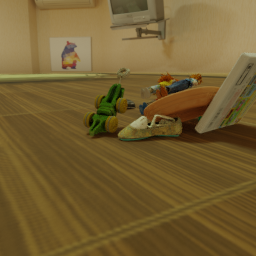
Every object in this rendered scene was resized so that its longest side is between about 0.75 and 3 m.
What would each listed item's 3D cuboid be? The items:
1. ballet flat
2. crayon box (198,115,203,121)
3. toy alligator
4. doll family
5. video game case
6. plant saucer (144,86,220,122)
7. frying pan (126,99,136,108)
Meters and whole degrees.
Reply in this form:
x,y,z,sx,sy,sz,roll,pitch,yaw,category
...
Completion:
x,y,z,sx,sy,sz,roll,pitch,yaw,category
0.603,-0.053,7.486,1.798,0.636,0.636,-4,14,-14,ballet flat
3.004,-0.520,9.841,0.807,0.396,1.359,5,15,24,crayon box
-0.451,-0.696,8.373,0.918,0.665,2.769,12,54,22,toy alligator
1.692,-1.435,10.129,1.851,1.344,2.982,-20,10,-30,doll family
3.136,-0.966,7.845,2.190,2.406,0.275,-11,47,-40,video game case
1.650,-0.570,8.283,2.362,0.442,2.362,-12,-12,-3,plant saucer
0.030,-1.120,12.524,1.120,0.301,1.851,22,18,33,frying pan
